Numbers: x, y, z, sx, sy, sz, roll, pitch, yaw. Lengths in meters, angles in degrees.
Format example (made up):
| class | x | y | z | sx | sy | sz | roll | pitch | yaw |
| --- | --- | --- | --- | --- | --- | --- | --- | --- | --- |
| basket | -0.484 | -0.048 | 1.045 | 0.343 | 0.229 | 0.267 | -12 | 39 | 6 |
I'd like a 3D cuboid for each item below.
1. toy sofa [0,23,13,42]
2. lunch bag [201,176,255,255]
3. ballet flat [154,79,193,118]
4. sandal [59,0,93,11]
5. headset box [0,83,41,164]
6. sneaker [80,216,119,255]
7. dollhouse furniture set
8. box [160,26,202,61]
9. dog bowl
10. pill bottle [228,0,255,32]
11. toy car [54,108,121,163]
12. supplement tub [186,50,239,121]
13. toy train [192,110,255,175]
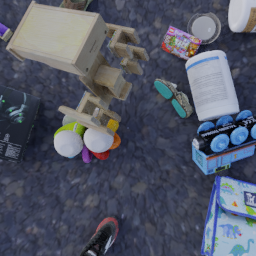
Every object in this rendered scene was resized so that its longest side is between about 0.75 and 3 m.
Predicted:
| class | x | y | z | sx | sy | sz | roll | pitch | yaw |
| --- | --- | --- | --- | --- | --- | --- | --- | --- | --- |
| toy sofa | -4.828 | -3.705 | 10.259 | 1.072 | 0.523 | 0.444 | 36 | 84 | 5 |
| lunch bag | 3.709 | 2.996 | 8.901 | 2.221 | 1.665 | 2.612 | 14 | 68 | 7 |
| ballet flat | 1.674 | -1.150 | 9.967 | 0.658 | 0.593 | 1.747 | -41 | 89 | -27 |
| sandal | -1.942 | -4.623 | 10.238 | 1.092 | 0.785 | 2.751 | 25 | 83 | 3 |
| headset box | -4.217 | -0.285 | 9.203 | 2.123 | 1.131 | 2.438 | 17 | 83 | -17 |
| sneaker | -0.950 | 3.797 | 9.059 | 0.710 | 0.982 | 2.009 | 34 | 82 | 7 |
| dollhouse furniture set | -1.161 | -1.606 | 7.237 | 1.970 | 2.966 | 2.599 | 19 | 79 | 25 |
| box | 1.907 | -3.025 | 10.130 | 1.254 | 0.245 | 0.858 | 25 | 110 | 3 |
| dog bowl | 2.754 | -3.610 | 10.224 | 1.170 | 0.343 | 1.170 | 1 | 95 | 6 |
| pill bottle | 5.065 | -4.145 | 9.804 | 2.650 | 1.515 | 1.515 | 0 | 83 | 1 |
| toy car | -1.292 | 0.388 | 9.269 | 2.156 | 1.887 | 1.617 | -9 | 122 | 6 |
| supplement tub | 2.846 | -1.404 | 9.526 | 1.393 | 1.393 | 2.111 | -11 | 83 | -1 |
| toy train | 3.395 | 0.442 | 9.249 | 2.711 | 1.175 | 1.549 | -16 | 125 | -11 |
